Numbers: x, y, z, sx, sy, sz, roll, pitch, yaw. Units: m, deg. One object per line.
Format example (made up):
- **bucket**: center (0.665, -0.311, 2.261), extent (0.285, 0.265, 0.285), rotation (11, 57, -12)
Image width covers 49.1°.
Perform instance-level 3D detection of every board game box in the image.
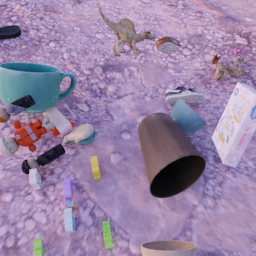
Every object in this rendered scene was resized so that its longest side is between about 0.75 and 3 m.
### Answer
- **board game box**: center (2.895, -0.162, 7.449), extent (0.378, 1.835, 1.839), rotation (19, 21, 1)

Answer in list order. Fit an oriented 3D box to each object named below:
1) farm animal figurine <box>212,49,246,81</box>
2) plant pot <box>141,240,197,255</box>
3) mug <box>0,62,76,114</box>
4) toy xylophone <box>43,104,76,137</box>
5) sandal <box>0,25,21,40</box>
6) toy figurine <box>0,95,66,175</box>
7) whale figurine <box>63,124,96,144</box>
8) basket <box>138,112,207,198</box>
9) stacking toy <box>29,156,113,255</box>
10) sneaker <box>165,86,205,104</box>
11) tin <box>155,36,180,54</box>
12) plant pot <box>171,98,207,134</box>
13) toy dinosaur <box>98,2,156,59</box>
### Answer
- **farm animal figurine**: center (4.479, -2.773, 12.602), extent (1.564, 0.786, 1.263), rotation (-13, 72, -14)
- **plant pot**: center (1.098, 3.604, 7.395), extent (1.462, 1.462, 0.981), rotation (-2, 78, -1)
- **mug**: center (-3.518, -1.471, 10.733), extent (2.676, 1.654, 2.198), rotation (8, 19, 1)
- **toy xylophone**: center (-2.620, -0.341, 10.910), extent (1.081, 0.371, 1.476), rotation (-26, 57, -19)
- **sandal**: center (-6.981, -4.877, 14.168), extent (2.907, 0.696, 1.092), rotation (-18, 55, -13)
- **toy figurine**: center (-3.365, 0.244, 9.375), extent (1.538, 2.210, 2.176), rotation (-31, 56, -5)
- **whale figurine**: center (-1.757, 0.343, 10.320), extent (1.239, 0.643, 0.986), rotation (-22, 29, 10)
- **basket**: center (1.228, 0.736, 9.288), extent (1.603, 2.126, 2.358), rotation (14, 36, -28)
- **stacking toy**: center (-1.814, 2.369, 8.648), extent (2.249, 0.701, 2.983), rotation (-10, 54, -7)
- **sneaker**: center (2.335, -1.419, 11.575), extent (1.587, 0.622, 0.630), rotation (-1, 58, 1)
- **tin**: center (1.567, -3.203, 10.893), extent (1.240, 0.694, 0.260), rotation (1, 67, -50)
- **plant pot**: center (2.115, -0.302, 10.434), extent (0.927, 1.377, 1.377), rotation (-46, 59, 10)
- **toy dinosaur**: center (-0.206, -3.177, 9.625), extent (2.600, 1.315, 0.757), rotation (10, -2, -39)
